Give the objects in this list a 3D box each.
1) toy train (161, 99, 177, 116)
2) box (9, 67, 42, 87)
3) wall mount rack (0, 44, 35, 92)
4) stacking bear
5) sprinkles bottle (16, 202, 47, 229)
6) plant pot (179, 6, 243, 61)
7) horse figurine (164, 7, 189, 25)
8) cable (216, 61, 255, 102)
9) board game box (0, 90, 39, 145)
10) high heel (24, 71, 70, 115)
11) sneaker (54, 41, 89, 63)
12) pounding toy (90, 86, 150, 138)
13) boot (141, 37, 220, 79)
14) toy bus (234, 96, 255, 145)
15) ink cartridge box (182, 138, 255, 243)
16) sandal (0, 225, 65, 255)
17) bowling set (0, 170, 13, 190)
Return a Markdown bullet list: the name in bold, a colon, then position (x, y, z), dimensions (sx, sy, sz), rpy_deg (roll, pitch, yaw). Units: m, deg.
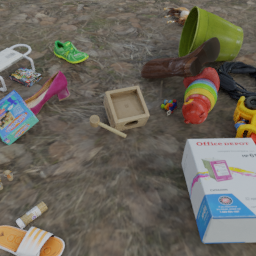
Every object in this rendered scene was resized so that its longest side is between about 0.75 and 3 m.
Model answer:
- **toy train**: position (1.483, -0.781, 10.726), dimensions (0.508, 0.372, 0.878), rpy_deg (17, 46, 31)
- **box**: position (-4.500, -2.248, 12.308), dimensions (1.175, 0.221, 0.803), rpy_deg (23, 48, 22)
- **wall mount rack**: position (-5.674, -2.721, 12.279), dimensions (2.545, 1.092, 2.930), rpy_deg (25, 49, 19)
- **stacking bear**: position (2.588, -1.019, 10.261), dimensions (1.357, 1.271, 2.234), rpy_deg (-18, 29, 37)
- **sprinkles bottle**: position (-2.581, 2.336, 7.534), dimensions (0.279, 0.279, 0.817), rpy_deg (33, 53, 30)
- **plant pot**: position (3.858, -4.069, 12.911), dimensions (2.346, 2.436, 2.436), rpy_deg (10, 44, -7)
- **horse figurine**: position (3.048, -6.489, 16.373), dimensions (1.737, 0.654, 2.621), rpy_deg (-3, 44, -5)
- **cable**: position (5.021, -1.908, 11.741), dimensions (2.288, 0.712, 2.804), rpy_deg (-26, 47, -31)
- **board game box**: position (-4.120, -0.404, 9.915), dimensions (1.312, 0.388, 1.725), rpy_deg (-41, 57, -7)
- **high heel**: position (-3.402, -1.213, 10.418), dimensions (2.491, 1.195, 0.839), rpy_deg (-23, 51, -11)
- **sneaker**: position (-2.786, -3.644, 13.321), dimensions (1.949, 0.815, 0.722), rpy_deg (21, 47, 20)
- **pounding toy**: position (-0.376, -0.331, 9.780), dimensions (2.029, 0.928, 1.782), rpy_deg (-13, 69, -16)
- **boot**: position (2.127, -2.884, 11.781), dimensions (2.598, 0.895, 2.788), rpy_deg (-40, 28, -31)
- **toy bus**: position (4.240, 0.080, 9.331), dimensions (1.900, 1.289, 1.824), rpy_deg (30, 67, 30)
- **ink cartridge box**: position (2.721, 1.528, 7.548), dimensions (1.982, 1.161, 2.743), rpy_deg (-1, 37, -2)
- **sandal**: position (-2.555, 2.777, 6.872), dimensions (1.961, 0.562, 0.751), rpy_deg (10, 45, 10)
- **bowling set**: position (-3.901, 1.580, 8.126), dimensions (1.006, 0.540, 0.700), rpy_deg (-6, 44, -6)
